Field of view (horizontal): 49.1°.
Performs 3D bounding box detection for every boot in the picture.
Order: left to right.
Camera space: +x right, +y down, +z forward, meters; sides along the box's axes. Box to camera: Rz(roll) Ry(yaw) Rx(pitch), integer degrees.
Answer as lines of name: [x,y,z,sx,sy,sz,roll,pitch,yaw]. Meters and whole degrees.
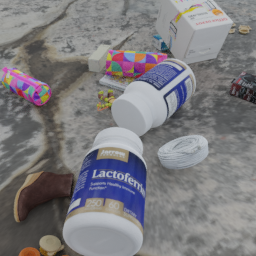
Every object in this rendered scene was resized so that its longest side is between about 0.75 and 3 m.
boot: [-2.028,1.633,6.891,1.218,0.530,1.464,-1,38,2]

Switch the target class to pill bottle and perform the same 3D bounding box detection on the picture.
pill bottle: [-0.382,1.347,6.412,1.595,1.595,2.756,3,41,4]
pill bottle: [0.860,-1.009,9.097,1.629,1.629,2.815,27,48,28]

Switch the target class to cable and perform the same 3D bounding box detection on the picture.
cable: [1.511,0.626,7.652,1.380,0.478,1.380,-15,13,33]

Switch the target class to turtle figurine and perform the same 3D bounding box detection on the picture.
turtle figurine: [-0.513,-0.974,9.947,1.467,0.473,1.183,-24,38,-14]

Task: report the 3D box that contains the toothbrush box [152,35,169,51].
toothbrush box: [1.864,-4.240,13.695,1.123,0.479,0.822,-17,44,-21]

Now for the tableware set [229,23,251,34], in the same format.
tableware set: [5.962,-5.445,15.307,1.567,0.182,1.309,11,42,13]

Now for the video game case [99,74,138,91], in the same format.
video game case: [-0.023,-2.075,11.414,1.599,0.201,1.757,21,45,22]

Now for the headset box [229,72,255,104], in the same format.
headset box: [4.591,-1.513,10.503,1.425,0.550,1.061,29,49,27]

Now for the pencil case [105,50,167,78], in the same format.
pencil case: [0.317,-2.481,10.983,2.472,1.093,1.093,6,41,5]

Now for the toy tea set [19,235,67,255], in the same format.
toy tea set: [-1.493,2.957,5.490,1.759,0.651,1.046,31,20,35]

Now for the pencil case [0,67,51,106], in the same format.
pencil case: [-3.794,-1.548,10.310,2.077,0.918,0.918,26,47,26]

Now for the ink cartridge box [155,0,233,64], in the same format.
ink cartridge box: [2.800,-4.524,12.405,1.996,1.961,2.711,-17,61,-18]

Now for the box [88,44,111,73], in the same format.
box: [-1.206,-3.058,12.241,0.514,0.617,1.503,11,41,14]
